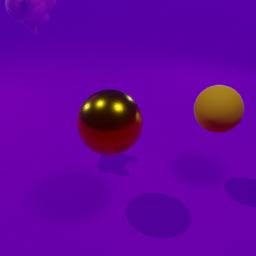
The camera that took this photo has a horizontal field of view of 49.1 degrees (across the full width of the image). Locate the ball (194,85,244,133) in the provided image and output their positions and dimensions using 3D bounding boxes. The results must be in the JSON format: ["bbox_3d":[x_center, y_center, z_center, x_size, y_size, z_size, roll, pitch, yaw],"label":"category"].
[{"bbox_3d":[1.569,-0.327,4.864,0.828,0.828,0.828,0,30,0],"label":"ball"}]

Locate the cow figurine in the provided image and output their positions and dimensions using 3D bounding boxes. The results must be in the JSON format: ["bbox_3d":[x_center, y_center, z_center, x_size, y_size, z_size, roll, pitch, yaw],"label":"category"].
[{"bbox_3d":[-1.927,-2.258,5.375,1.197,0.668,1.216,-31,12,35],"label":"cow figurine"}]

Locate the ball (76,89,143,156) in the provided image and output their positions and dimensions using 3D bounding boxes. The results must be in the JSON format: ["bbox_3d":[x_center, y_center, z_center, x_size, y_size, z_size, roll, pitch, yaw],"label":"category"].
[{"bbox_3d":[-0.280,-0.086,4.370,1.039,1.039,1.039,0,30,0],"label":"ball"}]
